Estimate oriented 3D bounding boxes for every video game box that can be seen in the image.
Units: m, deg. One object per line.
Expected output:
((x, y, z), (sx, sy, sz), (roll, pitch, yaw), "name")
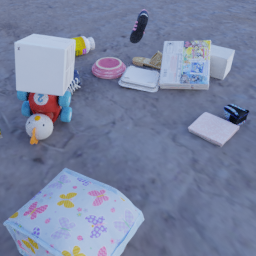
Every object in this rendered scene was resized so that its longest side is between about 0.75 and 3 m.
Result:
((2.846, -3.144, 13.843), (2.332, 0.599, 2.559), (3, 69, 17), "video game box")

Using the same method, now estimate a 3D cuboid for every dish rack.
((0.654, -2.575, 14.225), (2.003, 0.436, 1.719), (14, 42, 8), "dish rack")

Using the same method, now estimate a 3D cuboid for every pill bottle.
((-2.978, -4.788, 16.466), (1.962, 1.023, 1.023), (-20, 44, -21), "pill bottle")

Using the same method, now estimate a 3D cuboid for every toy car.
((-3.371, -0.386, 10.836), (1.962, 1.882, 2.128), (8, 52, -2), "toy car")

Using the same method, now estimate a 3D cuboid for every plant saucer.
((-1.029, -3.319, 15.161), (1.878, 0.476, 1.878), (0, 40, 0), "plant saucer")

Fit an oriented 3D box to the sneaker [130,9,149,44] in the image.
((0.492, -4.187, 11.592), (0.520, 1.482, 0.608), (19, 53, -13), "sneaker")

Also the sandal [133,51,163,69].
((1.506, -3.866, 15.518), (2.561, 0.843, 0.939), (8, 41, 10), "sandal")

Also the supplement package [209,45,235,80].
((4.339, -3.610, 14.896), (2.127, 1.248, 1.244), (23, 45, 25), "supplement package")

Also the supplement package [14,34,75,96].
((-2.781, -2.234, 9.674), (1.561, 1.549, 2.056), (7, 25, -4), "supplement package")

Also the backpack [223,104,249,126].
((4.475, -0.586, 11.822), (0.833, 0.614, 0.912), (-26, 47, -27), "backpack")

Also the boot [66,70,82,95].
((-2.786, -2.006, 13.196), (1.219, 0.981, 2.698), (-14, 41, -8), "boot")

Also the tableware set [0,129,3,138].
((-5.537, 0.316, 11.121), (0.996, 0.153, 0.671), (-22, 45, -23), "tableware set")

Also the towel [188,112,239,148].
((3.471, 0.026, 11.390), (1.577, 0.254, 1.506), (30, 49, 30), "towel")

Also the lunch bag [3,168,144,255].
((-1.284, 2.621, 7.226), (2.731, 1.736, 2.316), (13, 39, 30), "lunch bag")
